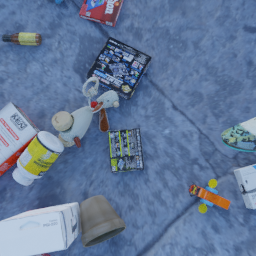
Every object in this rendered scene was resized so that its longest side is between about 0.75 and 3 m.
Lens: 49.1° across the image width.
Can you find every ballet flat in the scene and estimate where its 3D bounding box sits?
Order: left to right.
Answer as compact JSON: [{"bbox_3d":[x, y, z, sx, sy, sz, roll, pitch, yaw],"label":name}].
[{"bbox_3d":[3.354,0.109,6.929,2.516,0.934,0.934,4,77,-33],"label":"ballet flat"}]

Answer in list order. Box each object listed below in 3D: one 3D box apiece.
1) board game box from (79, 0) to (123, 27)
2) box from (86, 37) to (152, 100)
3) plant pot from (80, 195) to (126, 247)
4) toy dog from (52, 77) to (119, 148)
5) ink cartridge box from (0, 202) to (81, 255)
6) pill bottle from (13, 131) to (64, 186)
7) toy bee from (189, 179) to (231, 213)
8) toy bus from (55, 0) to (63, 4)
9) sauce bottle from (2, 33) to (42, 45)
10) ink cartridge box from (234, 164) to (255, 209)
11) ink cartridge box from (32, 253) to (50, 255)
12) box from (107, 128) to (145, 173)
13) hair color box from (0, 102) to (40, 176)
[{"bbox_3d":[-0.773,-5.242,10.637,1.381,0.261,2.683,16,79,2],"label":"board game box"},{"bbox_3d":[-0.308,-2.122,9.921,1.737,0.431,1.724,27,80,5],"label":"box"},{"bbox_3d":[-0.899,2.772,8.586,1.382,1.382,1.199,-23,64,-5],"label":"plant pot"},{"bbox_3d":[-1.234,-0.246,9.080,2.525,1.665,1.216,-47,60,1],"label":"toy dog"},{"bbox_3d":[-2.354,2.812,7.939,1.715,2.355,0.998,-10,79,-2],"label":"ink cartridge box"},{"bbox_3d":[-2.893,0.994,8.914,0.944,0.944,1.685,41,100,8],"label":"pill bottle"},{"bbox_3d":[2.438,2.048,8.966,1.083,0.899,1.654,-45,107,-13],"label":"toy bee"},{"bbox_3d":[-2.434,-5.944,10.328,2.034,1.114,2.156,-19,108,20],"label":"toy bus"},{"bbox_3d":[-3.838,-3.235,10.132,1.354,0.447,0.447,4,79,-1],"label":"sauce bottle"},{"bbox_3d":[4.149,1.858,9.059,0.931,0.537,1.284,-16,79,-3],"label":"ink cartridge box"},{"bbox_3d":[-3.106,3.963,8.435,1.281,0.945,0.548,19,78,5],"label":"ink cartridge box"},{"bbox_3d":[-0.076,0.747,9.403,1.131,0.313,1.412,-6,79,-1],"label":"box"},{"bbox_3d":[-4.352,0.689,9.119,2.887,0.884,1.465,-42,81,-7],"label":"hair color box"}]
